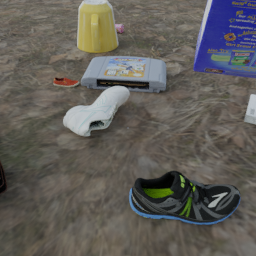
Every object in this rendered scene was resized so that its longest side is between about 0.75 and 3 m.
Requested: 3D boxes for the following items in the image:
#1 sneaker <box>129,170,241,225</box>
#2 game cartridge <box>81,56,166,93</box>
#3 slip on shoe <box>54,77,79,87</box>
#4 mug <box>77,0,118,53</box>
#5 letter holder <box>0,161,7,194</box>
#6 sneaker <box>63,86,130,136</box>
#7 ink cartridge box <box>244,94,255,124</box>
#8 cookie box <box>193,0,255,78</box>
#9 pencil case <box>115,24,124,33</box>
[{"bbox_3d":[1.107,1.314,5.423,2.167,0.898,0.768,2,39,2],"label":"sneaker"},{"bbox_3d":[-0.070,-2.000,10.129,2.892,0.601,1.926,4,42,5],"label":"game cartridge"},{"bbox_3d":[-2.166,-1.619,9.812,0.914,0.280,0.339,4,36,3],"label":"slip on shoe"},{"bbox_3d":[-1.247,-4.463,12.204,1.877,1.924,2.344,-22,43,-28],"label":"mug"},{"bbox_3d":[-3.442,1.234,5.539,1.830,0.920,1.300,-17,42,-21],"label":"letter holder"},{"bbox_3d":[-0.689,-0.434,7.956,2.223,0.782,0.891,-35,57,-29],"label":"sneaker"},{"bbox_3d":[4.150,-0.489,8.319,1.137,0.285,1.310,16,40,20],"label":"ink cartridge box"},{"bbox_3d":[2.512,-1.987,5.060,2.204,2.576,0.968,8,69,6],"label":"cookie box"},{"bbox_3d":[-0.723,-5.147,14.326,1.026,0.449,0.449,16,40,19],"label":"pencil case"}]
